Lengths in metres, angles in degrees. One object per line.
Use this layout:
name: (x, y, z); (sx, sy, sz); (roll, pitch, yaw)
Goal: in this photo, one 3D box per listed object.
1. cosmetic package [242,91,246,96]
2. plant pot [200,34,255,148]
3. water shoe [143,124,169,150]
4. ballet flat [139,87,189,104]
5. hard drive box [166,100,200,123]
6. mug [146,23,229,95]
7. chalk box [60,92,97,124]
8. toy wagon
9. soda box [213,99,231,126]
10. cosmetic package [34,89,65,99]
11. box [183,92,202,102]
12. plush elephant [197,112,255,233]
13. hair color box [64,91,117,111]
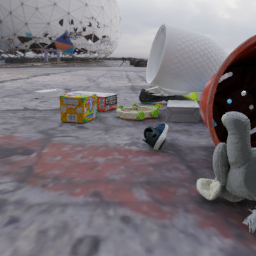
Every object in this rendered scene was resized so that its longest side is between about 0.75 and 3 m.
cosmetic package: (5.177, -1.472, 12.672); (0.701, 0.492, 1.382); (-1, 15, -5)
plant pot: (2.533, -0.433, 5.413); (2.500, 2.500, 2.432); (1, 7, 4)
water shoe: (0.632, 0.091, 6.493); (0.493, 0.447, 1.249); (29, 17, 0)
ballet flat: (1.531, -1.379, 11.843); (2.161, 0.739, 0.735); (2, 13, 6)
hard drive box: (1.789, -0.571, 9.221); (1.018, 0.502, 1.306); (3, 15, 10)
mug: (2.024, -2.108, 10.047); (2.469, 2.079, 2.816); (11, -30, -11)
chalk box: (-1.512, -0.703, 9.101); (0.830, 0.824, 1.330); (5, 16, 17)
toy wagon: (0.475, -0.572, 9.579); (1.708, 0.338, 1.325); (-9, 17, -32)
soda box: (2.902, -0.619, 9.013); (0.744, 0.704, 2.193); (3, 15, 10)
cosmetic package: (-3.864, -1.709, 13.866); (0.576, 0.353, 1.394); (10, 18, 37)
box: (3.555, -1.759, 13.524); (1.563, 0.611, 2.564); (-2, 15, -6)
plush elephant: (1.573, 0.614, 3.825); (1.149, 1.396, 1.081); (12, -9, -6)
hair color box: (-1.461, -1.078, 11.013); (1.878, 0.575, 0.953); (7, 16, 27)
